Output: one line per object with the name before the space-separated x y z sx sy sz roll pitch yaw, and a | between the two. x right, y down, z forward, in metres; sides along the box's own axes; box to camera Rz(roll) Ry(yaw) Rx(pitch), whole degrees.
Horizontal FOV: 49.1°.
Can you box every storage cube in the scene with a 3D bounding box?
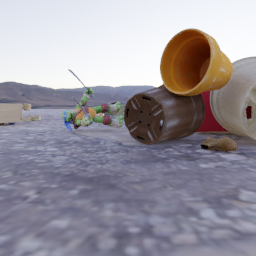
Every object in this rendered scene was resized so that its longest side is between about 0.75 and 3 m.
storage cube | 3.300 -0.927 9.081 1.952 2.052 2.283 -1 4 31

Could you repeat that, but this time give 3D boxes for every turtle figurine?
turtle figurine | -1.134 -0.716 9.446 1.999 2.062 1.484 4 19 -22

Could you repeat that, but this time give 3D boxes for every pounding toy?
pounding toy | -5.467 -0.657 12.938 2.075 0.949 1.823 -5 7 -43

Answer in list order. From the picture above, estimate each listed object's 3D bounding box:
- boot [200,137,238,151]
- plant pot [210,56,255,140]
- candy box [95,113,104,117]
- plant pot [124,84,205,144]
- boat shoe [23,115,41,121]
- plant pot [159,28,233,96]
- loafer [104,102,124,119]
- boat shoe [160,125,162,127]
boot | 1.799 0.363 5.606 0.320 0.312 0.848 -24 11 -24
plant pot | 3.288 -0.589 6.861 2.253 2.253 2.063 1 16 9
candy box | -1.706 -0.683 16.293 0.443 0.212 0.767 -37 15 -16
plant pot | 0.848 -0.371 7.008 1.619 1.619 1.603 4 13 39
boat shoe | -5.312 -0.557 15.245 1.085 0.350 0.387 -3 6 -35
plant pot | 1.717 -1.435 6.579 1.330 1.453 1.453 3 2 -41
loafer | -0.516 -1.091 17.346 1.123 1.040 2.985 2 5 22
boat shoe | 0.881 -0.019 8.588 0.497 0.441 1.331 -5 7 -44
